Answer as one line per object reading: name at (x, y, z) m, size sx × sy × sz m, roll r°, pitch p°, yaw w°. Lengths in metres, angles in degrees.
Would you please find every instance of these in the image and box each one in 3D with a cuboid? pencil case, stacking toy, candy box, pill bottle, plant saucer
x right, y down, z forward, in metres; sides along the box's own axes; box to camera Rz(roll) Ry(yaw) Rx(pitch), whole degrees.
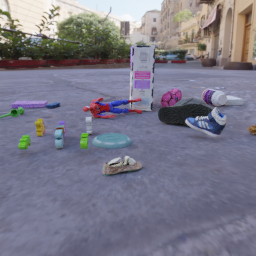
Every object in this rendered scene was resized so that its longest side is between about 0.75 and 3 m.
pencil case at (2.273, -1.573, 14.343) m, size 0.862 × 0.890 × 1.900 m, roll 1°, pitch 14°, yaw 18°
stacking toy at (-2.043, 0.224, 8.474) m, size 1.820 × 0.567 × 2.414 m, roll -3°, pitch 17°, yaw -4°
candy box at (0.642, -2.512, 13.763) m, size 1.066 × 2.981 × 2.501 m, roll 1°, pitch 15°, yaw -1°
pill bottle at (4.512, -1.582, 14.584) m, size 0.791 × 0.791 × 1.407 m, roll -4°, pitch 16°, yaw -16°
plant saucer at (-0.482, 0.363, 8.548) m, size 1.220 × 0.167 × 1.220 m, roll 1°, pitch 15°, yaw 0°

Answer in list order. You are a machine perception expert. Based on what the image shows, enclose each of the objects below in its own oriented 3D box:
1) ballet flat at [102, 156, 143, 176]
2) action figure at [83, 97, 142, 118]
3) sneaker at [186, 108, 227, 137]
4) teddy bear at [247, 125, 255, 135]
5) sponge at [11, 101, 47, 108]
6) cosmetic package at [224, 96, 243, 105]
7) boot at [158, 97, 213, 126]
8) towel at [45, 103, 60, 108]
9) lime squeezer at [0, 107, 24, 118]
ballet flat at (-0.104, 0.836, 6.416) m, size 1.030 × 0.346 × 0.351 m, roll -9°, pitch 17°, yaw -30°
action figure at (-0.520, -0.874, 11.728) m, size 2.641 × 0.862 × 1.307 m, roll -6°, pitch 6°, yaw -23°
sneaker at (2.463, -0.315, 8.721) m, size 1.190 × 0.871 × 0.479 m, roll 28°, pitch 30°, yaw 25°
teddy bear at (4.434, 0.070, 9.510) m, size 0.668 × 0.308 × 0.921 m, roll 17°, pitch 14°, yaw 28°
sponge at (-4.991, -1.207, 14.239) m, size 1.610 × 0.240 × 0.898 m, roll 0°, pitch 15°, yaw -3°
cosmetic package at (5.371, -1.491, 15.097) m, size 1.006 × 0.345 × 1.335 m, roll -5°, pitch 15°, yaw -10°
boot at (2.689, -0.684, 11.340) m, size 2.427 × 0.969 × 2.670 m, roll 11°, pitch 12°, yaw 30°
towel at (-3.764, -1.128, 14.066) m, size 0.426 × 0.185 × 0.764 m, roll 5°, pitch 17°, yaw 20°
lime squeezer at (-4.939, -0.684, 12.110) m, size 0.675 × 0.361 × 1.912 m, roll 3°, pitch 16°, yaw 12°
